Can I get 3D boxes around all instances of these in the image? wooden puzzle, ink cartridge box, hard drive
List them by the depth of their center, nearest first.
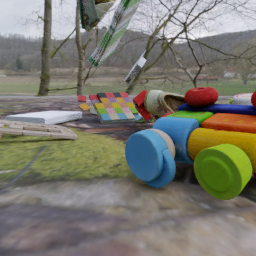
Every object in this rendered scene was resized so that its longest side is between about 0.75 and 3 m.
[{"bbox_3d":[-2.940,-0.372,10.164,1.572,0.318,2.384,3,8,20],"label":"hard drive"},{"bbox_3d":[0.337,-2.240,10.357,0.233,0.930,1.071,35,-37,-8],"label":"ink cartridge box"},{"bbox_3d":[-0.499,-0.780,10.392,2.669,0.188,1.583,-5,45,-28],"label":"wooden puzzle"}]

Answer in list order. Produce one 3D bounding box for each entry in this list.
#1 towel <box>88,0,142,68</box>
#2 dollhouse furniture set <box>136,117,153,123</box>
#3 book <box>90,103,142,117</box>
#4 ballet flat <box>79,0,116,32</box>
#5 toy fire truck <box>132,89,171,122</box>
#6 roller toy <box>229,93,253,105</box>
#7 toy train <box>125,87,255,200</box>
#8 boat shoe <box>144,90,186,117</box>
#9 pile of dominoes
[{"bbox_3d":[-0.299,-3.259,8.746,0.401,2.611,1.948,32,34,-4],"label":"towel"},{"bbox_3d":[0.933,-0.241,9.637,0.706,0.545,1.412,-13,-6,-29],"label":"dollhouse furniture set"},{"bbox_3d":[-0.281,-0.821,12.635,1.905,0.685,2.852,-2,6,-31],"label":"book"},{"bbox_3d":[-0.684,-2.841,5.484,0.872,0.847,2.451,-4,-25,1],"label":"ballet flat"},{"bbox_3d":[0.736,-0.404,8.144,0.475,1.376,1.951,-38,-11,-2],"label":"toy fire truck"},{"bbox_3d":[4.990,-0.885,11.625,1.214,0.930,1.331,-8,16,1],"label":"roller toy"},{"bbox_3d":[1.422,0.263,3.103,1.646,1.204,2.845,-21,20,-40],"label":"toy train"},{"bbox_3d":[1.529,-0.490,7.992,2.356,0.864,0.738,12,-5,-36],"label":"boat shoe"},{"bbox_3d":[-2.776,0.144,7.163,2.657,0.423,2.071,6,5,-19],"label":"pile of dominoes"}]
